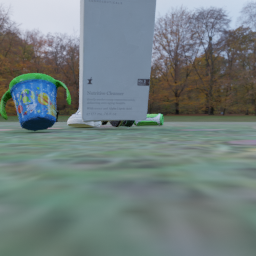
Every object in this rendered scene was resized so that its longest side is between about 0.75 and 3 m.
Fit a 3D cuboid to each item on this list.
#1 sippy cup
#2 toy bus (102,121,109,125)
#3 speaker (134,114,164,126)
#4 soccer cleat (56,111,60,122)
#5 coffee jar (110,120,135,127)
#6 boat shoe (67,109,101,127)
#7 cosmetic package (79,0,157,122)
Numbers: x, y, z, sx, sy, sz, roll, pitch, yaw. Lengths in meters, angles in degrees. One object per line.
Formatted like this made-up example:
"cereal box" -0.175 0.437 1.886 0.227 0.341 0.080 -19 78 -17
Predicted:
"sippy cup" -1.667 -0.419 5.086 1.120 0.821 0.880 -27 -23 31
"toy bus" -0.791 -0.651 10.891 0.907 1.656 1.755 41 -19 10
"speaker" 0.792 -0.306 10.814 1.116 0.493 0.493 0 1 17
"soccer cleat" -2.245 -0.456 6.682 0.625 0.483 1.494 3 -17 21
"coffee jar" -0.189 -0.274 9.405 0.903 0.471 0.385 -1 36 -50
"boat shoe" -1.329 -0.408 9.013 0.798 0.759 2.216 0 1 14
"cosmetic package" -0.343 -1.749 6.848 1.688 2.992 1.214 -2 20 -13
